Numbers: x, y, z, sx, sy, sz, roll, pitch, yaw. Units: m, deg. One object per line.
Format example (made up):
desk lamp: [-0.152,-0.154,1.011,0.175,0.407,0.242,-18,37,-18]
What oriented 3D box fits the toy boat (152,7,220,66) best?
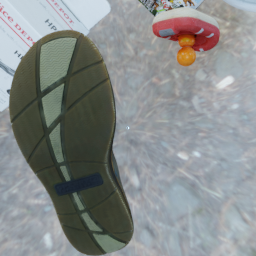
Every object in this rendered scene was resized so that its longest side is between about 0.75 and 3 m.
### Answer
toy boat: [0.993,-1.448,4.698,1.253,0.818,0.819,-4,97,-44]

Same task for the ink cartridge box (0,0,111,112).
ink cartridge box: [-1.722,-1.466,4.205,1.541,2.661,0.888,46,45,-22]

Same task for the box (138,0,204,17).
box: [0.825,-2.781,4.789,1.519,2.224,0.419,41,71,-6]

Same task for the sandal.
sandal: [-0.512,0.285,3.268,1.100,0.735,2.693,-14,113,4]

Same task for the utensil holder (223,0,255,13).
utensil holder: [2.556,-3.498,4.755,1.872,1.872,2.203,29,83,10]
